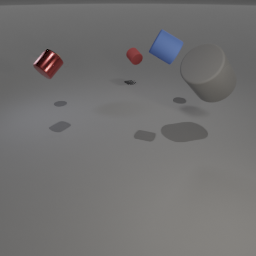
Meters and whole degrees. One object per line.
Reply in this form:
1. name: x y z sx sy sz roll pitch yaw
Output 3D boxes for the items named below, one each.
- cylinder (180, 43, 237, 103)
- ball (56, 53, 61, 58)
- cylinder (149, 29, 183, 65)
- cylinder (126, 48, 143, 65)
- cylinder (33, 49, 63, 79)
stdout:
1. cylinder: 2.579 -1.720 8.943 1.400 1.400 1.400 26 -4 40
2. ball: -3.180 -2.849 11.920 0.700 0.700 0.700 0 27 0
3. cylinder: 1.041 -2.224 7.708 0.700 0.700 0.700 29 28 -5
4. cylinder: 0.358 -3.981 15.533 0.700 0.700 0.700 -13 49 -24
5. cylinder: -2.588 -2.073 9.120 0.700 0.700 0.700 25 74 39
